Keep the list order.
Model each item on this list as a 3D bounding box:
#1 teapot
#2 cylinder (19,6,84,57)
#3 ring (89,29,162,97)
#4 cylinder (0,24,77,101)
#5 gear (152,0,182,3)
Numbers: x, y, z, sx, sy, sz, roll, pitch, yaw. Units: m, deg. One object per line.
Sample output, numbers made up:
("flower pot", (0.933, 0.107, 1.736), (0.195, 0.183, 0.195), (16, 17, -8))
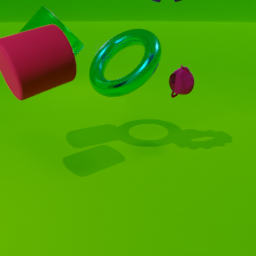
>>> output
("teapot", (1.246, -1.118, 6.673), (0.518, 1.058, 0.658), (-17, 56, -25))
("cylinder", (-1.742, -1.748, 6.009), (1.158, 1.158, 1.158), (-47, 28, 5))
("ring", (-0.103, -1.538, 6.519), (1.884, 0.377, 1.884), (-17, 54, 24))
("cylinder", (-1.584, -1.133, 4.819), (1.035, 1.035, 1.035), (-28, 34, -27))
("gear", (0.660, -2.918, 4.577), (1.572, 1.572, 0.291), (-1, 7, -3))
